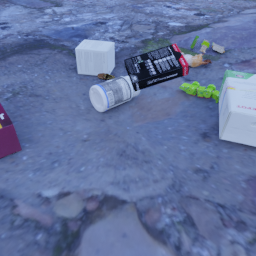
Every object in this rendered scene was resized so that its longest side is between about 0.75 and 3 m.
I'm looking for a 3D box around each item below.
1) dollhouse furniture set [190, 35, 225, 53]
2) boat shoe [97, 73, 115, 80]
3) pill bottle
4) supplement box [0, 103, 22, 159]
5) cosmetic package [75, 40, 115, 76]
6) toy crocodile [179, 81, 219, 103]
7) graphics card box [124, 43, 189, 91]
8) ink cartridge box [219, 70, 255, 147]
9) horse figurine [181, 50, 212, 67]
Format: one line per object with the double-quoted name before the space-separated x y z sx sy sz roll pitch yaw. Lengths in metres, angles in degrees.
"dollhouse furniture set" 4.147 -4.158 14.581 1.668 0.644 0.834 24 32 0
"boat shoe" -0.940 -2.203 11.886 0.808 0.291 0.275 9 -3 13
"pill bottle" -0.441 -1.309 10.203 1.726 0.982 0.982 -26 44 -32
"supplement box" -4.350 -0.071 8.521 1.329 1.031 2.408 -23 43 -27
"cosmetic package" -1.411 -3.090 12.372 1.431 1.197 1.190 8 37 9
"toy crocodile" 2.793 -1.407 10.808 1.680 0.519 0.567 18 41 29
"graphics card box" 0.529 -1.166 5.362 1.094 0.278 0.686 -18 56 -2
"ink cartridge box" 3.954 -0.645 8.851 1.924 1.158 2.647 11 38 8
"horse figurine" 2.845 -3.231 13.094 2.170 0.542 1.438 10 42 10
